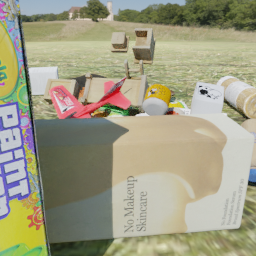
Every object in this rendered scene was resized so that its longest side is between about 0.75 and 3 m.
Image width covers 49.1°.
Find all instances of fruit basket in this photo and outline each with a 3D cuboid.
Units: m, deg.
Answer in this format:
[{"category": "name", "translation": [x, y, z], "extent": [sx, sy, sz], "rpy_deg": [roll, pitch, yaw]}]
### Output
[{"category": "fruit basket", "translation": [-0.640, -0.055, 7.306], "extent": [1.338, 0.677, 1.445], "rpy_deg": [12, 39, 29]}]

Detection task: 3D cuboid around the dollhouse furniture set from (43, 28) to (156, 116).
[{"category": "dollhouse furniture set", "translation": [-0.656, -1.547, 8.220], "extent": [2.701, 2.388, 1.501], "rpy_deg": [5, -17, 12]}]

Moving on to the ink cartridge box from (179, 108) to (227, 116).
[{"category": "ink cartridge box", "translation": [1.529, 0.076, 6.365], "extent": [1.251, 0.526, 0.910], "rpy_deg": [8, 50, 19]}]

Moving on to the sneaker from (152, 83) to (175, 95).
[{"category": "sneaker", "translation": [1.387, -1.565, 11.374], "extent": [1.083, 0.409, 0.381], "rpy_deg": [11, 23, 28]}]

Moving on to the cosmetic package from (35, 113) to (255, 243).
[{"category": "cosmetic package", "translation": [0.114, 0.650, 3.983], "extent": [2.870, 1.510, 1.020], "rpy_deg": [-4, 21, -6]}]

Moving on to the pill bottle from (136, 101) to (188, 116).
[{"category": "pill bottle", "translation": [0.875, -0.225, 7.292], "extent": [1.314, 0.730, 0.730], "rpy_deg": [-15, 24, -19]}]

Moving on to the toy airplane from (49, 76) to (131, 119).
[{"category": "toy airplane", "translation": [-0.985, -0.485, 6.932], "extent": [2.419, 0.445, 2.419], "rpy_deg": [-8, 59, 13]}]

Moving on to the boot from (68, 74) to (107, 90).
[{"category": "boot", "translation": [-1.799, -1.900, 11.914], "extent": [2.116, 0.779, 0.798], "rpy_deg": [-3, 11, -2]}]

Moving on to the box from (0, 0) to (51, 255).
[{"category": "box", "translation": [-2.211, 0.283, 2.782], "extent": [1.819, 2.981, 2.872], "rpy_deg": [-15, 26, -35]}]

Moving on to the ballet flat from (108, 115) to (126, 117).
[{"category": "ballet flat", "translation": [-0.474, 0.234, 5.789], "extent": [2.542, 0.929, 0.929], "rpy_deg": [-23, 30, -38]}]

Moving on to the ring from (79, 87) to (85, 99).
[{"category": "ring", "translation": [-0.678, -1.278, 10.487], "extent": [2.592, 0.249, 2.592], "rpy_deg": [5, 17, -1]}]

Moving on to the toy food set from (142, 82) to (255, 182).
[{"category": "toy food set", "translation": [1.527, 0.168, 4.918], "extent": [2.734, 1.305, 1.230], "rpy_deg": [12, 55, 7]}]

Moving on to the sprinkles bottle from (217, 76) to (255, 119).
[{"category": "sprinkles bottle", "translation": [3.789, -1.094, 9.434], "extent": [0.885, 0.885, 2.592], "rpy_deg": [-1, 21, -2]}]

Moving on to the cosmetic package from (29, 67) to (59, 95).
[{"category": "cosmetic package", "translation": [-4.249, -1.936, 11.562], "extent": [2.687, 0.995, 1.366], "rpy_deg": [-3, 21, -12]}]
